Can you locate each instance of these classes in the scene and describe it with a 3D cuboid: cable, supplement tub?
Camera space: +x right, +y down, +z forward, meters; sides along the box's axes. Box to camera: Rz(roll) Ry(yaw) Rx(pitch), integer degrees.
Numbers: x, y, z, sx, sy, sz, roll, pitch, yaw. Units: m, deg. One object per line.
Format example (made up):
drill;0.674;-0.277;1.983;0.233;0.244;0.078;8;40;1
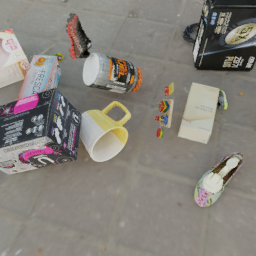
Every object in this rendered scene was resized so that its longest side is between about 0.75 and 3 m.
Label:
cable;2.997;-4.129;12.248;1.137;0.354;1.394;18;60;18
supplement tub;-0.505;-1.858;9.778;1.901;1.165;1.165;5;49;-36

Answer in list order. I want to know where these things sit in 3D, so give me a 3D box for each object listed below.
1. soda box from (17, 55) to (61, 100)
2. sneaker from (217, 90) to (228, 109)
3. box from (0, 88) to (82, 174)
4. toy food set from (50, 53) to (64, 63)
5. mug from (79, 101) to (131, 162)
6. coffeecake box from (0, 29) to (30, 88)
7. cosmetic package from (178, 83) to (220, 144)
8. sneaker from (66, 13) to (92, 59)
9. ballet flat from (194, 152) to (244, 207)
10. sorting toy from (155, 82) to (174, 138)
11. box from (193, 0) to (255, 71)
soda box;-3.158;-1.315;9.947;0.882;0.949;2.774;4;56;3
sneaker;3.363;-1.036;10.167;0.338;0.309;0.836;-5;55;0
box;-2.822;0.203;8.159;2.548;1.462;1.684;-14;54;21
toy food set;-2.976;-2.855;11.402;0.764;0.250;0.450;-39;64;-23
mug;-0.804;0.052;8.927;1.683;1.348;1.381;-28;52;-24
coffeecake box;-5.295;-2.488;10.730;2.615;0.956;2.008;-25;60;-16
cosmetic package;2.437;-0.541;9.582;1.015;0.717;1.961;14;56;9
sneaker;-1.493;-2.810;8.737;0.745;1.524;0.539;14;47;11
ballet flat;2.712;1.401;8.254;0.730;0.751;2.111;41;65;20
sorting toy;1.097;-0.536;8.673;0.298;0.849;1.761;6;96;-11
box;3.782;-3.510;10.317;2.260;2.760;1.188;2;54;0
